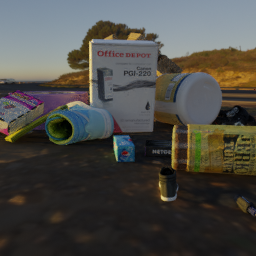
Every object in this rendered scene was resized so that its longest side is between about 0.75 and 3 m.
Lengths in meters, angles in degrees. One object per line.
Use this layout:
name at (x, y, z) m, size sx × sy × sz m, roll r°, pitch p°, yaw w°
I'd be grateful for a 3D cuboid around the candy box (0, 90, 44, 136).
candy box at (-3.219, -0.466, 7.866) m, size 1.002 × 0.448 × 1.470 m, roll 24°, pitch 34°, yaw 13°

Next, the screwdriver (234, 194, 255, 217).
screwdriver at (1.532, 1.037, 3.251) m, size 0.169 × 0.162 × 1.160 m, roll 28°, pitch 5°, yaw -5°

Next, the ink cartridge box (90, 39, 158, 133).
ink cartridge box at (-0.184, -1.313, 8.814) m, size 2.022 × 2.776 × 1.177 m, roll -1°, pitch 18°, yaw -8°

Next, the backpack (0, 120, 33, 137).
backpack at (-3.307, -0.072, 8.351) m, size 0.821 × 0.773 × 1.006 m, roll 3°, pitch 32°, yaw 32°

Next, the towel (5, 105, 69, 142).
towel at (-2.538, -0.135, 7.878) m, size 1.822 × 0.164 × 0.784 m, roll -36°, pitch 16°, yaw -28°

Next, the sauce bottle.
sauce bottle at (2.160, 0.381, 4.922) m, size 2.758 × 0.893 × 0.893 m, roll 0°, pitch 10°, yaw 12°

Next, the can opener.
can opener at (3.466, -0.365, 10.287) m, size 0.774 × 0.960 × 2.441 m, roll -46°, pitch 25°, yaw -17°

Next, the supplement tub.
supplement tub at (1.830, -1.052, 10.233) m, size 1.895 × 1.895 × 2.620 m, roll -6°, pitch 11°, yaw -30°

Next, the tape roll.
tape roll at (-2.933, -0.754, 10.573) m, size 2.838 × 1.206 × 2.838 m, roll -1°, pitch 10°, yaw 0°

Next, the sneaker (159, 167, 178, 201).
sneaker at (0.615, 0.751, 4.224) m, size 0.293 × 0.412 × 0.830 m, roll 0°, pitch 8°, yaw 7°

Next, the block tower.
block tower at (1.039, -2.735, 11.214) m, size 2.680 × 0.724 × 0.775 m, roll 28°, pitch 4°, yaw -38°

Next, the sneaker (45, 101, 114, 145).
sneaker at (-1.806, -0.194, 7.938) m, size 1.689 × 1.029 × 2.587 m, roll -10°, pitch 11°, yaw -42°

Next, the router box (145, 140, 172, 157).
router box at (0.863, 0.459, 6.389) m, size 0.934 × 0.239 × 0.697 m, roll 1°, pitch 10°, yaw 6°

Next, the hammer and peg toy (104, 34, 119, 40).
hammer and peg toy at (-0.442, -1.854, 10.448) m, size 0.982 × 2.784 × 2.048 m, roll -13°, pitch 30°, yaw 33°

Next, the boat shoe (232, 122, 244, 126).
boat shoe at (2.646, 0.217, 6.490) m, size 2.162 × 0.678 × 0.785 m, roll -9°, pitch 13°, yaw -42°

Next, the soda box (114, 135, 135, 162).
soda box at (-0.102, 0.433, 6.219) m, size 0.373 × 0.353 × 1.099 m, roll -1°, pitch 11°, yaw -6°
